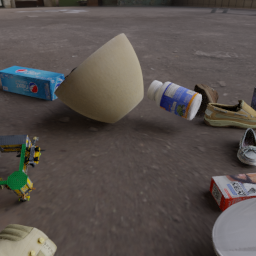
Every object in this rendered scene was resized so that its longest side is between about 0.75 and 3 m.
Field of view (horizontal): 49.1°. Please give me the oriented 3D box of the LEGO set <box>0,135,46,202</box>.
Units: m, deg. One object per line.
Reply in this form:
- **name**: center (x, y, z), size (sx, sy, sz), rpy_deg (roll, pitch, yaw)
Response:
- **LEGO set**: center (-3.039, 1.011, 6.440), size (2.242, 1.299, 1.724), rpy_deg (-9, 59, -9)

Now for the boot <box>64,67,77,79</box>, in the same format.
- **boot**: center (-1.853, -2.433, 12.359), size (1.884, 0.685, 2.001), rpy_deg (-30, 11, 32)

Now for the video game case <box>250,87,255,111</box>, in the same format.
- **video game case**: center (3.743, -0.629, 7.698), size (0.091, 0.682, 0.955), rpy_deg (-12, 37, -9)

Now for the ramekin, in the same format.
- **ramekin**: center (2.207, 1.897, 4.429), size (1.617, 0.753, 1.617), rpy_deg (-20, 18, 7)

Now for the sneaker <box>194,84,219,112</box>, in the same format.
- **sneaker**: center (3.079, -1.176, 10.478), size (0.796, 0.743, 2.108), rpy_deg (2, 29, -2)

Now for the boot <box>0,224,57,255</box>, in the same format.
- **boot**: center (-1.544, 2.369, 3.984), size (2.250, 0.819, 1.749), rpy_deg (11, 31, 27)

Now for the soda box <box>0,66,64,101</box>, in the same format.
- **soda box**: center (-3.966, -1.893, 11.624), size (2.724, 0.874, 0.924), rpy_deg (14, 32, 23)

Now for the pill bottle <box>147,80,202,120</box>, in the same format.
- **pill bottle**: center (1.437, -0.932, 8.875), size (1.577, 0.884, 0.884), rpy_deg (26, 37, 22)

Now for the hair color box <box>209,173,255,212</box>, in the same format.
- **hair color box**: center (2.571, 1.384, 6.157), size (1.310, 0.419, 0.726), rpy_deg (-3, 28, -8)

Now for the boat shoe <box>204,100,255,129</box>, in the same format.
- **boat shoe**: center (3.674, -0.491, 9.084), size (2.275, 0.866, 0.815), rpy_deg (-1, 29, -1)

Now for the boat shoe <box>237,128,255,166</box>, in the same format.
- **boat shoe**: center (3.324, 0.514, 7.682), size (0.529, 0.460, 1.434), rpy_deg (10, 30, 18)

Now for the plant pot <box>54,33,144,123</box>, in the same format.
- **plant pot**: center (-0.625, -1.287, 8.986), size (2.877, 1.932, 2.877), rpy_deg (-39, 9, 7)
